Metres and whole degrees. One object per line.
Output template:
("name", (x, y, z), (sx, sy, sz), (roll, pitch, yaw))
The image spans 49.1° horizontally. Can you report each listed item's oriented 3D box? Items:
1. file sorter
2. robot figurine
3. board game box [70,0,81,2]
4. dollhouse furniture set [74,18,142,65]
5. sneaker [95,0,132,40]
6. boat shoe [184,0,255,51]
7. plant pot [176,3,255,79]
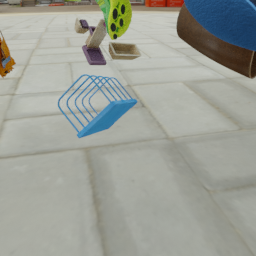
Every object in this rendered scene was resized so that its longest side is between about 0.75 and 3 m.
("file sorter", (-0.535, -0.446, 5.057), (0.760, 0.860, 1.239), (50, 19, 6))
("robot figurine", (-3.592, -2.384, 6.499), (1.853, 2.556, 0.744), (33, 65, 12))
("board game box", (-1.597, -4.143, 7.804), (0.553, 1.088, 0.259), (-3, 25, -19))
("dollhouse furniture set", (-0.394, -3.243, 9.379), (2.136, 1.516, 1.693), (-9, 66, -37))
("sneaker", (-0.414, -3.010, 6.478), (0.696, 1.879, 0.785), (-28, 40, -21))
("boat shoe", (2.295, -1.934, 4.902), (2.727, 1.147, 0.936), (32, 67, 5))
("plant pot", (2.445, -2.574, 7.116), (2.217, 2.072, 2.072), (26, 36, 29))
